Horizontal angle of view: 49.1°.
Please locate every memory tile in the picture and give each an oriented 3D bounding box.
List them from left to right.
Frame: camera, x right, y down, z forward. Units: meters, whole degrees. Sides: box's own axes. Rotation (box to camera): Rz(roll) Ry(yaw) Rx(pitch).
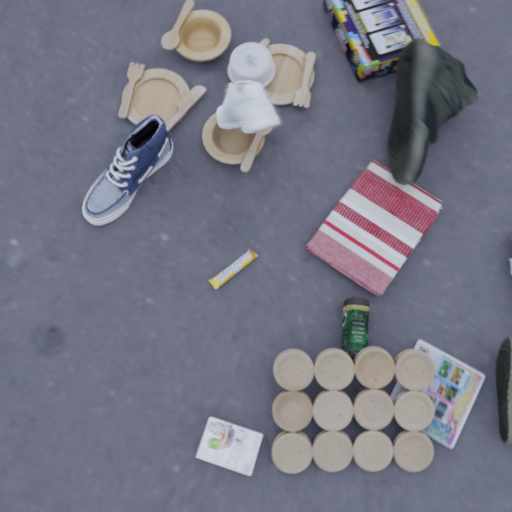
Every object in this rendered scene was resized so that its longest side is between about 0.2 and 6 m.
[{"bbox_3d":[1.779,2.822,10.309,2.992,0.251,2.293,0,90,0],"label":"memory tile"}]

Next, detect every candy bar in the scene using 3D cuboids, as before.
[{"bbox_3d":[-0.466,0.260,11.344,1.106,0.123,0.276,-39,54,-11],"label":"candy bar"}]

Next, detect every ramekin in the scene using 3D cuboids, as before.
[{"bbox_3d":[-0.106,-4.165,12.213,1.036,0.483,1.036,0,73,1],"label":"ramekin"}]

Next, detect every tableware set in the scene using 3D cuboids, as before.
[{"bbox_3d":[-0.843,-3.784,12.363,4.045,0.469,3.379,26,76,7],"label":"tableware set"}]

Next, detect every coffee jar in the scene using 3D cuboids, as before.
[{"bbox_3d":[1.917,1.356,10.821,0.483,0.591,1.133,5,75,-1],"label":"coffee jar"}]

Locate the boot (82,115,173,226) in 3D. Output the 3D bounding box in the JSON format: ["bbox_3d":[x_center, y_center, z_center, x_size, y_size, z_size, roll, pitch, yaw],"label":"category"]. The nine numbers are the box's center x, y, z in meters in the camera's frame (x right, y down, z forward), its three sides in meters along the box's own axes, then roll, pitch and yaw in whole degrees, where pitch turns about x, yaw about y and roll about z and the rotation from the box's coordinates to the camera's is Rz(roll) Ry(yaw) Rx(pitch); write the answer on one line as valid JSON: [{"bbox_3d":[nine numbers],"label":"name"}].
[{"bbox_3d":[-2.723,-1.787,11.440,0.907,1.127,2.494,35,77,10],"label":"boot"}]

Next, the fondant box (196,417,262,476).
[{"bbox_3d":[-0.483,3.509,10.347,1.053,0.307,0.760,18,75,4],"label":"fondant box"}]

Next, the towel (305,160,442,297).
[{"bbox_3d":[2.453,-0.607,11.534,1.811,0.286,2.515,35,74,11],"label":"towel"}]

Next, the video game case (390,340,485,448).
[{"bbox_3d":[3.401,2.611,10.671,1.402,0.182,1.540,29,75,8],"label":"video game case"}]

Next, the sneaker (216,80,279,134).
[{"bbox_3d":[-0.242,-2.952,10.902,0.815,2.317,0.928,-23,111,-16],"label":"sneaker"}]

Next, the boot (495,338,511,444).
[{"bbox_3d":[5.724,2.590,10.335,2.336,0.847,2.123,0,88,7],"label":"boot"}]

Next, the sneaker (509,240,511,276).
[{"bbox_3d":[5.458,0.441,11.075,0.844,0.783,2.083,4,71,15],"label":"sneaker"}]

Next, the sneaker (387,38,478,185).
[{"bbox_3d":[3.700,-2.855,11.624,1.716,1.145,2.995,12,81,-17],"label":"sneaker"}]

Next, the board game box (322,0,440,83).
[{"bbox_3d":[2.790,-5.237,12.700,1.867,0.640,2.259,-18,75,-7],"label":"board game box"}]
